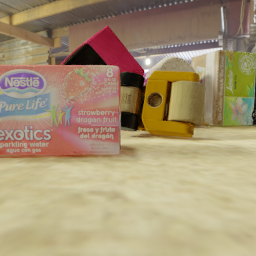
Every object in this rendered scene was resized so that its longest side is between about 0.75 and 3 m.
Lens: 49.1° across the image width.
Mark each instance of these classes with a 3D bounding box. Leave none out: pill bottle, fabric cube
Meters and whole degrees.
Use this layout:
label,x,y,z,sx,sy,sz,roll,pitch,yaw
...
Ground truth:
label,x,y,z,sx,sy,sz,roll,pitch,yaw
pill bottle,0.927,-1.103,9.570,1.641,1.641,2.923,-2,-12,-26
fabric cube,-0.824,-1.430,7.748,1.763,1.797,1.791,-33,19,29

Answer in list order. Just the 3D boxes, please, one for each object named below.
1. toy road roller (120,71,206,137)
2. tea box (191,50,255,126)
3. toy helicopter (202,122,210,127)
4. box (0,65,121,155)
label,x,y,z,sx,sy,sz,roll,pitch,yaw
toy road roller,0.678,-0.438,6.193,2.016,1.239,1.472,5,-9,21
tea box,3.449,-1.266,9.473,2.287,2.325,1.553,-2,5,-20
toy helicopter,1.982,-0.200,8.468,0.706,0.421,1.067,1,12,-33
box,-1.312,-0.253,3.995,2.420,1.145,1.242,0,4,-2
